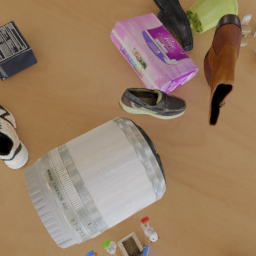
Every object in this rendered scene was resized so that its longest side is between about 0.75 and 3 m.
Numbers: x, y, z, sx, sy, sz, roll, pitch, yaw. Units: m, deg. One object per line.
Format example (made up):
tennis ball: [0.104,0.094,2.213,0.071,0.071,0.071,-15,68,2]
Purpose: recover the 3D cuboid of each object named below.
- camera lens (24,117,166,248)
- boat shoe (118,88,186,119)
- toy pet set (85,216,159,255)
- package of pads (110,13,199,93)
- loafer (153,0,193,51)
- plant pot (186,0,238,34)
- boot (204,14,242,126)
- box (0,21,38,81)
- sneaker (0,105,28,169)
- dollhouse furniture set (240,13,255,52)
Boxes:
camera lens: [-0.723,1.274,7.136,2.985,2.388,2.388,-27,71,-11]
boat shoe: [0.701,-0.644,6.954,1.824,0.591,0.668,0,59,-21]
toy pet set: [0.022,3.124,6.887,1.679,1.568,0.892,-29,63,-10]
package of pads: [0.836,-2.417,9.044,1.626,1.021,2.699,-28,74,-29]
loafer: [1.504,-3.938,9.943,1.012,0.978,2.882,-22,79,12]
plant pot: [2.826,-4.085,9.824,1.329,1.446,1.446,-37,73,-4]
boot: [2.551,-1.201,7.609,0.951,2.615,2.778,12,57,5]
box: [-4.060,-2.593,9.447,1.396,0.868,1.408,-32,72,-12]
sneaker: [-3.810,0.046,8.400,0.893,0.969,2.423,-34,71,-11]
dollhouse furniture set: [4.749,-2.745,9.414,1.840,1.054,2.158,0,69,1]
